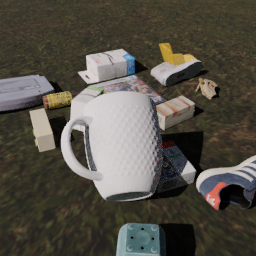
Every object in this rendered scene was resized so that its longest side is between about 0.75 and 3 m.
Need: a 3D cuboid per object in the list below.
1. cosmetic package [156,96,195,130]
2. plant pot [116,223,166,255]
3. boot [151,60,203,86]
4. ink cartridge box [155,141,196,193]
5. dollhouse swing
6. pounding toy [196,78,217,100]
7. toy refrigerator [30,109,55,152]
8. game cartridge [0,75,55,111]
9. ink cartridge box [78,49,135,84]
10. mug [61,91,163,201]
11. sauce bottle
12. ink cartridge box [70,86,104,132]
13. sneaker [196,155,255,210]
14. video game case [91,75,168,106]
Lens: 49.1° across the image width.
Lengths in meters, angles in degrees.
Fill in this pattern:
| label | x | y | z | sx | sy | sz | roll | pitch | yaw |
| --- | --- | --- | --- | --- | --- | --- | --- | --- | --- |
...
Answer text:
| label | x | y | z | sx | sy | sz | roll | pitch | yaw |
| --- | --- | --- | --- | --- | --- | --- | --- | --- | --- |
| cosmetic package | 1.595 | -0.559 | 9.880 | 1.400 | 0.611 | 0.724 | -23 | 42 | -28 |
| plant pot | 0.262 | 2.437 | 5.439 | 1.056 | 1.076 | 1.053 | 2 | 37 | 3 |
| boot | 2.160 | -2.664 | 12.503 | 2.344 | 0.862 | 1.120 | -23 | 48 | -27 |
| ink cartridge box | 0.929 | 0.844 | 8.050 | 1.104 | 0.510 | 2.027 | -12 | 39 | -16 |
| dollhouse swing | 2.530 | -3.510 | 13.385 | 1.367 | 1.413 | 1.554 | -26 | 39 | 0 |
| pounding toy | 3.244 | -1.565 | 11.525 | 0.650 | 0.652 | 1.137 | 21 | 42 | -19 |
| toy refrigerator | -2.806 | 0.040 | 9.066 | 0.552 | 0.599 | 1.578 | -14 | 38 | -19 |
| game cartridge | -4.407 | -1.373 | 10.909 | 2.785 | 0.564 | 1.857 | -14 | 35 | -27 |
| ink cartridge box | -1.011 | -2.857 | 12.839 | 2.342 | 0.794 | 1.358 | -18 | 40 | -23 |
| mug | -0.361 | 0.500 | 6.720 | 2.601 | 1.920 | 2.280 | 12 | 60 | -36 |
| sauce bottle | -2.362 | -1.130 | 10.709 | 1.690 | 0.558 | 0.558 | -16 | 39 | -19 |
| ink cartridge box | -1.369 | -0.677 | 9.482 | 0.601 | 1.040 | 1.430 | 16 | 30 | 10 |
| sneaker | 3.037 | 1.420 | 7.013 | 2.468 | 0.925 | 1.043 | -16 | 38 | -6 |
| video game case | -0.055 | -1.293 | 11.122 | 2.245 | 0.317 | 2.484 | -17 | 40 | -23 |
